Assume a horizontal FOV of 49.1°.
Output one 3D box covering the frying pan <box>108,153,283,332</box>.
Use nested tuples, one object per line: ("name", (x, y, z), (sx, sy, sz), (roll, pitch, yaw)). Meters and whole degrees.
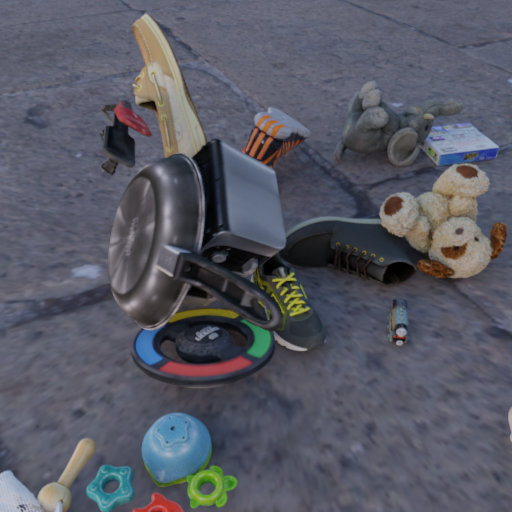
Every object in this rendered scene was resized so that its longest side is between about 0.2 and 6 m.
("frying pan", (-1.153, 0.255, 7.020), (0.657, 2.443, 4.038), (12, 32, -32))

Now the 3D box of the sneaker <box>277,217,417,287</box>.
("sneaker", (1.518, -0.033, 9.322), (2.203, 0.824, 1.170), (-7, 39, -11))

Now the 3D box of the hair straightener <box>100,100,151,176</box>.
("hair straightener", (-2.094, -1.721, 8.074), (0.539, 1.013, 2.633), (25, 13, -30))

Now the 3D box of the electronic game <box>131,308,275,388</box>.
("electronic game", (-0.721, 1.206, 7.749), (1.979, 0.412, 1.979), (0, 21, 0))

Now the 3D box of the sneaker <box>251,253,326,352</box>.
("sneaker", (0.411, 0.647, 8.503), (0.715, 0.812, 1.920), (-19, 43, -21))

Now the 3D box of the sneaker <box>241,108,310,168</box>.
("sneaker", (0.235, -2.264, 11.797), (0.996, 1.439, 2.569), (36, 23, 11))

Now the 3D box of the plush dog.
("plush dog", (3.248, -0.355, 9.578), (1.950, 1.564, 1.675), (-25, 60, -3))

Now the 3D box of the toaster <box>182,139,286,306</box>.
("toaster", (-0.686, -0.489, 8.276), (1.240, 1.890, 2.090), (21, 47, -35))

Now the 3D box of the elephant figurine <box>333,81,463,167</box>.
("elephant figurine", (3.128, -2.761, 12.332), (2.208, 1.713, 1.562), (16, 72, -19))

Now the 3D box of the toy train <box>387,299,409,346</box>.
("toy train", (2.142, 0.987, 8.401), (0.310, 0.414, 0.727), (5, 39, 8))

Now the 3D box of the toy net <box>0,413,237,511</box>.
("toy net", (-1.742, 2.741, 6.200), (2.892, 0.559, 1.517), (-18, 45, -19))

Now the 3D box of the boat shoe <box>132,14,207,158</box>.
("boat shoe", (-1.657, -2.802, 9.645), (0.889, 2.677, 0.991), (-22, -1, -7))

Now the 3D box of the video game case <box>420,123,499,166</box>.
("video game case", (4.541, -2.576, 12.846), (1.440, 0.327, 1.306), (-8, 40, -10))

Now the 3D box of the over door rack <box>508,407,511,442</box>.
("over door rack", (4.689, 2.449, 5.870), (2.384, 1.075, 3.226), (-11, 19, -14))
